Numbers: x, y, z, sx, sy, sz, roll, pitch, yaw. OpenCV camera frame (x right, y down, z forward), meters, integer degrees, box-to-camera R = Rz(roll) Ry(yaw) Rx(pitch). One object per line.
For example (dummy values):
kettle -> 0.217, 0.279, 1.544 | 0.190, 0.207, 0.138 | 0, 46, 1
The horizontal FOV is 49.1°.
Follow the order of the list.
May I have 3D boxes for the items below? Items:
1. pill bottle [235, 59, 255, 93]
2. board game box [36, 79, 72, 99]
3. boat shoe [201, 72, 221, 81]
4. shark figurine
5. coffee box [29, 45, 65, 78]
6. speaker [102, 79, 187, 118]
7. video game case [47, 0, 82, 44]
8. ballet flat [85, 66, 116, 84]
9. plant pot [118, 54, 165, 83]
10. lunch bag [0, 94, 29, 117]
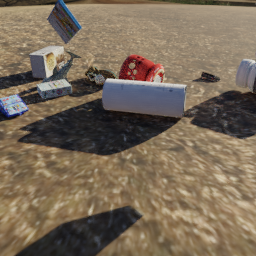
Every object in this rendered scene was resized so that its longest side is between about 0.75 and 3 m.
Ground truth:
pill bottle -> 5.600, -1.931, 10.971 | 2.399, 1.357, 1.357 | 20, 35, 32
board game box -> -2.992, -1.589, 11.370 | 1.201, 0.386, 0.886 | -16, 34, -24
boat shoe -> 3.818, -2.382, 12.909 | 0.924, 0.263, 0.309 | 18, 34, 29
shark figurine -> -2.733, -2.392, 12.246 | 0.856, 2.051, 1.226 | 47, 8, 6
coffee box -> -3.864, -3.250, 13.614 | 0.776, 1.098, 1.943 | 8, 29, 13
speaker -> 0.554, -1.048, 9.615 | 2.795, 1.135, 1.135 | 6, 30, 12
video game case -> -1.986, -3.228, 8.642 | 0.122, 0.979, 1.368 | -44, 17, -24
ballet flat -> -1.315, -2.303, 12.510 | 0.696, 0.652, 1.924 | -40, 44, -21
plant pot -> 0.568, -1.961, 10.967 | 1.386, 1.522, 1.522 | 26, 37, 24
lunch bag -> -4.008, -0.695, 9.827 | 0.731, 0.457, 0.971 | -23, 49, -37
